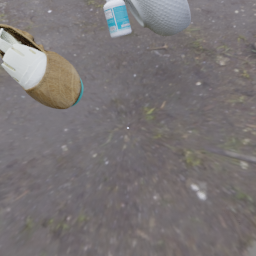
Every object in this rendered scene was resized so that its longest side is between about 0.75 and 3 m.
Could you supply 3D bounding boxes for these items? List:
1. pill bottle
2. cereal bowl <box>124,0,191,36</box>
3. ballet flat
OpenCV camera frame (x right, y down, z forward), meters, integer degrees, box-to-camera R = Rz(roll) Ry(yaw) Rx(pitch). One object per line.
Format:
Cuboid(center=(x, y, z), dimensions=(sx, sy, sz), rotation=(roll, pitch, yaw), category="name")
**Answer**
Cuboid(center=(-0.271, -2.707, 6.767), dimensions=(0.528, 0.953, 0.528), rotation=(-13, 18, 4), category="pill bottle")
Cuboid(center=(0.597, -3.915, 8.362), dimensions=(1.185, 2.846, 2.846), rotation=(-36, 52, 5), category="cereal bowl")
Cuboid(center=(-1.851, -1.247, 5.033), dimensions=(0.936, 0.998, 2.759), rotation=(-52, 52, 9), category="ballet flat")
